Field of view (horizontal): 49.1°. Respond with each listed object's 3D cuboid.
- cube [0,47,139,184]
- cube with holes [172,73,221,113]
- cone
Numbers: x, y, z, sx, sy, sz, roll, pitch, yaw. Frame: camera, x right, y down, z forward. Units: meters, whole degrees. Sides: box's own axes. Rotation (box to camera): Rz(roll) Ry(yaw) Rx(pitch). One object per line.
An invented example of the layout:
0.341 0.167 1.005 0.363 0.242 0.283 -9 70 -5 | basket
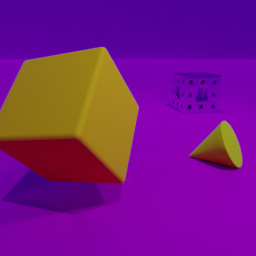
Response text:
-0.776 -0.100 3.971 1.349 1.349 1.349 -3 57 23 | cube
2.557 -1.381 10.737 1.351 1.351 1.351 -3 15 -10 | cube with holes
1.671 0.456 5.730 0.952 0.948 0.948 -22 1 33 | cone
